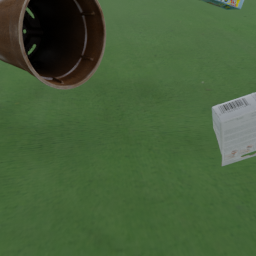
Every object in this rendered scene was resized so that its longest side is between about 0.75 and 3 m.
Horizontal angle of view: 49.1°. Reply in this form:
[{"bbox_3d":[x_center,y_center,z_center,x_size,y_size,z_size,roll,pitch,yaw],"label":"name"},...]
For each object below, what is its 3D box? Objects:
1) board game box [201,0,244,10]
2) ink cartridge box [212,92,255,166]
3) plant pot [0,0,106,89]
[{"bbox_3d":[2.319,-4.250,8.005,2.052,1.057,1.076,15,20,-9],"label":"board game box"},{"bbox_3d":[1.855,0.008,4.212,1.074,1.342,0.317,-20,53,5],"label":"ink cartridge box"},{"bbox_3d":[-2.105,-2.211,6.577,2.260,2.283,2.283,17,39,36],"label":"plant pot"}]
